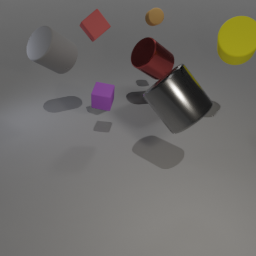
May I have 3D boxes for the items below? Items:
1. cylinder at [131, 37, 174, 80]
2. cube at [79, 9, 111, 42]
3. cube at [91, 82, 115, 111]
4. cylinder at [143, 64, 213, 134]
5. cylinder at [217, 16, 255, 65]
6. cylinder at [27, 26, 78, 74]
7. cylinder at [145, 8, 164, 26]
[{"bbox_3d":[1.076,-3.008,12.244,1.400,1.400,1.400,21,11,-44],"label":"cylinder"},{"bbox_3d":[-1.106,-3.403,9.336,0.700,0.700,0.700,-42,18,-4],"label":"cube"},{"bbox_3d":[-0.906,-1.144,10.162,0.700,0.700,0.700,11,50,3],"label":"cube"},{"bbox_3d":[1.361,-0.798,7.724,1.400,1.400,1.400,-38,6,5],"label":"cylinder"},{"bbox_3d":[3.965,-3.110,10.135,1.400,1.400,1.400,10,3,17],"label":"cylinder"},{"bbox_3d":[-2.928,-3.003,10.912,1.400,1.400,1.400,23,1,34],"label":"cylinder"},{"bbox_3d":[1.177,-4.943,12.492,0.700,0.700,0.700,-5,16,-9],"label":"cylinder"}]
